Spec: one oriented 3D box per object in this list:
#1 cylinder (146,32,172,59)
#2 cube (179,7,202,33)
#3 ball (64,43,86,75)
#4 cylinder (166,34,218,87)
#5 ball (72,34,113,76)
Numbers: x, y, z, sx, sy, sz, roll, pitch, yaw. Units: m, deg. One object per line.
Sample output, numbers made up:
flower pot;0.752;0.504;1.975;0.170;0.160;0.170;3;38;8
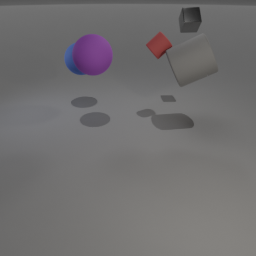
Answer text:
cylinder;1.128;-2.991;10.159;0.700;0.700;0.700;-40;26;12
cube;2.471;-4.312;11.197;0.700;0.700;0.700;-3;-16;-4
ball;-2.063;-3.025;12.240;1.400;1.400;1.400;0;27;0
cylinder;2.214;-2.328;9.732;1.400;1.400;1.400;-22;23;15
ball;-1.231;-2.536;9.754;1.400;1.400;1.400;0;27;0
